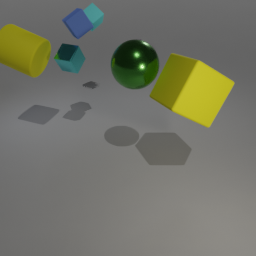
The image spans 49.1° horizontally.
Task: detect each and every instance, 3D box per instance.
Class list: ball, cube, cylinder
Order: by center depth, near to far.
[{"bbox_3d":[1.718,-1.059,7.776,1.400,1.400,1.400,21,12,-29],"label":"cube"},{"bbox_3d":[0.200,-1.803,8.020,1.400,1.400,1.400,0,31,0],"label":"ball"},{"bbox_3d":[-1.714,-3.563,9.547,0.700,0.700,0.700,-39,33,-2],"label":"cube"},{"bbox_3d":[-3.633,-2.664,9.724,1.400,1.400,1.400,24,34,1],"label":"cylinder"},{"bbox_3d":[-2.040,-2.447,9.870,0.700,0.700,0.700,14,68,21],"label":"cube"},{"bbox_3d":[-1.554,-4.801,12.161,0.700,0.700,0.700,43,76,-1],"label":"cube"}]
